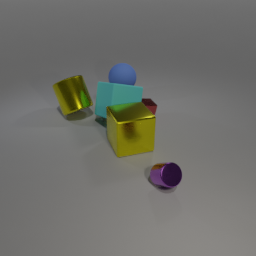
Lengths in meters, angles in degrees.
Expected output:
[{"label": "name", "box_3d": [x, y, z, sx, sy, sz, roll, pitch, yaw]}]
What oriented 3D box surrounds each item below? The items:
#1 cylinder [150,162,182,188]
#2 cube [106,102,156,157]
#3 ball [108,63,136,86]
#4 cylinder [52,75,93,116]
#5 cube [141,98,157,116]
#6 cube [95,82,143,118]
[{"label": "cylinder", "box_3d": [1.099, 1.357, 8.146, 0.700, 0.700, 0.700, -13, -3, -23]}, {"label": "cube", "box_3d": [0.075, 0.018, 10.127, 1.400, 1.400, 1.400, -9, 30, -16]}, {"label": "ball", "box_3d": [-0.277, -2.526, 13.994, 1.400, 1.400, 1.400, 0, 29, 0]}, {"label": "cylinder", "box_3d": [-2.409, -1.423, 12.290, 1.400, 1.400, 1.400, -20, 5, 2]}, {"label": "cube", "box_3d": [0.763, -0.837, 12.260, 0.700, 0.700, 0.700, -3, 33, -25]}, {"label": "cube", "box_3d": [-0.402, -1.109, 11.577, 1.400, 1.400, 1.400, 1, 10, -34]}]
